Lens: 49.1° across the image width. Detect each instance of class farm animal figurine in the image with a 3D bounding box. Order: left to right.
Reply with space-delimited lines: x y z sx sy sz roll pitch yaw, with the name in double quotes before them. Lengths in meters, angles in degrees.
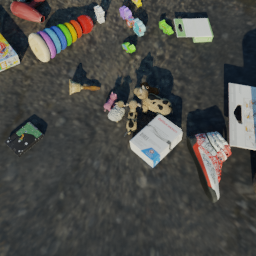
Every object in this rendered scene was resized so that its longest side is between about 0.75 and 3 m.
"farm animal figurine" 0.285 -0.757 8.993 1.998 1.005 1.614 -22 64 -11

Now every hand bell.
"hand bell" -1.500 -1.409 9.723 1.042 0.542 0.542 -1 61 -14

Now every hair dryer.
"hair dryer" -3.982 -5.142 11.545 1.715 0.612 2.251 -20 65 -11

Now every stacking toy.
"stacking toy" -2.381 -3.509 10.552 1.085 1.085 2.541 42 62 19
"stacking toy" 0.185 -4.278 11.077 2.050 0.639 2.719 -31 67 -15

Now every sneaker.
"sneaker" 2.578 1.045 8.213 1.120 0.698 2.091 -13 60 -4

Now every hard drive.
"hard drive" -3.284 0.349 8.871 0.711 0.192 1.017 38 69 18

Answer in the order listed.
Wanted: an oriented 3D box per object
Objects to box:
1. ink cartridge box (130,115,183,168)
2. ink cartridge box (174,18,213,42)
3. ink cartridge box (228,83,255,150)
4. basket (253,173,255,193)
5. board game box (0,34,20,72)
"ink cartridge box" 0.872 0.378 8.588 1.348 0.568 0.974 -41 63 -18
"ink cartridge box" 2.539 -3.845 11.004 1.412 0.338 1.027 -3 62 -2
"ink cartridge box" 4.214 -0.224 8.967 2.128 0.540 2.415 9 62 3
"basket" 4.310 1.191 7.244 1.550 2.279 2.055 10 63 5
"board game box" -5.489 -3.002 10.349 1.781 0.454 2.650 -33 68 -23
